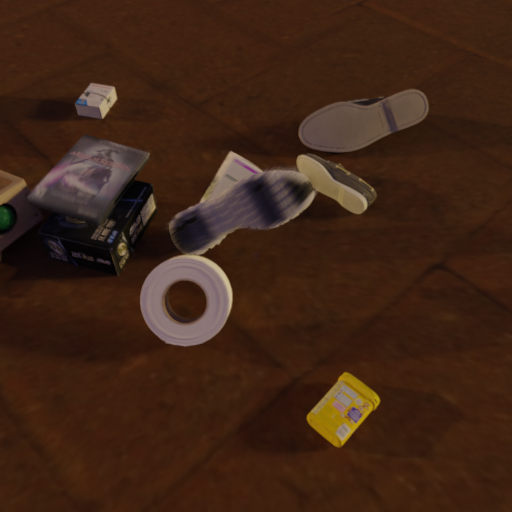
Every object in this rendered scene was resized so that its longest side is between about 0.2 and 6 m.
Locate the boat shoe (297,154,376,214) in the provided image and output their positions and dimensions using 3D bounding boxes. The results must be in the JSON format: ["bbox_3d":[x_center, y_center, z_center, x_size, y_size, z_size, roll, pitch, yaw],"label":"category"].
[{"bbox_3d":[1.678,-1.605,11.821,1.875,0.670,0.561,40,60,21],"label":"boat shoe"}]

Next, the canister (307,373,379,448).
[{"bbox_3d":[1.327,2.366,8.618,0.708,0.413,0.954,36,60,26],"label":"canister"}]

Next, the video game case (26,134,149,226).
[{"bbox_3d":[-3.169,-1.512,10.775,1.477,0.196,2.067,17,51,8],"label":"video game case"}]

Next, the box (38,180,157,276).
[{"bbox_3d":[-3.014,-0.691,10.931,1.515,0.797,1.850,14,52,12],"label":"box"}]

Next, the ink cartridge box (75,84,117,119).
[{"bbox_3d":[-3.952,-3.830,13.858,0.659,0.387,0.900,11,52,9],"label":"ink cartridge box"}]

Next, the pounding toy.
[{"bbox_3d":[-5.156,-0.565,10.689,1.916,1.362,1.764,20,51,29],"label":"pounding toy"}]

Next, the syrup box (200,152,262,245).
[{"bbox_3d":[-0.598,-1.113,10.667,0.665,1.634,0.643,30,8,-18],"label":"syrup box"}]

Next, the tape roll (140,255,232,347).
[{"bbox_3d":[-1.148,0.735,9.295,1.484,1.484,0.519,1,5,1],"label":"tape roll"}]

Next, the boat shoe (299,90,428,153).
[{"bbox_3d":[2.421,-3.102,13.119,3.105,1.128,0.974,-17,9,-7],"label":"boat shoe"}]

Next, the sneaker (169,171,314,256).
[{"bbox_3d":[-0.224,-0.807,9.150,2.428,0.912,0.984,-18,13,17],"label":"sneaker"}]
